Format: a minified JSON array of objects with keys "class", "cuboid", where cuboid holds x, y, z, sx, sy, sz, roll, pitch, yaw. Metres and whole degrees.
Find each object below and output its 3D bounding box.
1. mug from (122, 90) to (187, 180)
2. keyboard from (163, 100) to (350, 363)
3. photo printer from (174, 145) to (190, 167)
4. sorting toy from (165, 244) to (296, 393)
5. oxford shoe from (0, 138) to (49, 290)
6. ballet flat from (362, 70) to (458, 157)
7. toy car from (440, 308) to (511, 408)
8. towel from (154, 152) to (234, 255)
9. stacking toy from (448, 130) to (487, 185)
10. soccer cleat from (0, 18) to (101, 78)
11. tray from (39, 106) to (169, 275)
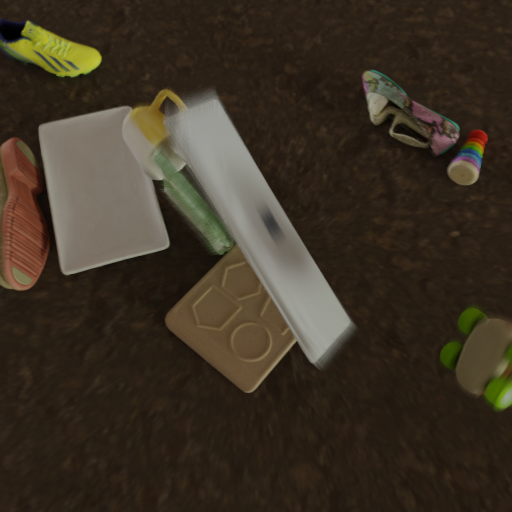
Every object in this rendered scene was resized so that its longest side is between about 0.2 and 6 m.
[{"class":"mug","cuboid":[-1.819,-2.275,10.432,1.364,1.093,1.120,-42,67,-1]},{"class":"keyboard","cuboid":[0.109,-0.410,8.439,1.164,0.221,4.137,-38,99,-48]},{"class":"photo printer","cuboid":[-0.795,-1.804,9.928,0.879,1.056,0.367,-41,35,7]},{"class":"sorting toy","cuboid":[-0.169,0.967,9.627,1.983,0.391,2.142,36,71,19]},{"class":"oxford shoe","cuboid":[-4.613,-0.666,10.235,1.204,1.154,3.261,-20,55,5]},{"class":"ballet flat","cuboid":[2.981,-2.931,11.640,2.515,0.869,0.895,43,88,21]},{"class":"toy car","cuboid":[3.427,1.441,7.572,1.335,1.053,1.097,17,15,-28]},{"class":"towel","cuboid":[-1.006,-0.745,9.224,0.270,2.312,1.764,-41,91,-5]},{"class":"stacking toy","cuboid":[4.334,-2.051,11.255,0.572,0.572,1.341,26,59,14]},{"class":"soccer cleat","cuboid":[-4.680,-4.651,12.422,2.456,1.027,0.794,15,61,8]},{"class":"tray","cuboid":[-3.008,-1.334,10.889,1.960,0.405,3.650,-16,62,-8]}]
